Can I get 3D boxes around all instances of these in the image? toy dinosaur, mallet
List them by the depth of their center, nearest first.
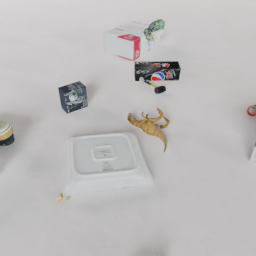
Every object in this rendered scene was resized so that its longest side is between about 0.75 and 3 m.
[{"bbox_3d":[1.014,0.037,10.482,1.332,0.757,2.508,-45,47,-12],"label":"toy dinosaur"},{"bbox_3d":[1.086,-2.015,13.284,0.521,0.325,1.581,-23,39,-34],"label":"mallet"}]

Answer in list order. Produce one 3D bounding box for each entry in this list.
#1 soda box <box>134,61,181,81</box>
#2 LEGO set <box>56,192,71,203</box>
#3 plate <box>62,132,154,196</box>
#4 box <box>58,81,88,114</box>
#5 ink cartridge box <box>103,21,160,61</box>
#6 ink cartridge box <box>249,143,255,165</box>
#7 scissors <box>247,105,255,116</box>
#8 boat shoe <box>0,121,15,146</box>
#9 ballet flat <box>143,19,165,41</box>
[{"bbox_3d":[1.050,-2.066,10.182,1.631,0.517,0.577,-1,44,-2],"label":"soda box"},{"bbox_3d":[-1.632,1.837,8.361,0.532,0.431,1.157,-14,33,38],"label":"LEGO set"},{"bbox_3d":[-0.775,0.946,9.149,2.720,0.441,2.726,-4,35,-11],"label":"plate"},{"bbox_3d":[-2.292,-1.290,11.730,0.996,1.013,0.628,-23,43,-26],"label":"box"},{"bbox_3d":[0.278,-5.260,16.601,2.187,1.268,2.963,24,42,28],"label":"ink cartridge box"},{"bbox_3d":[5.164,0.668,8.762,2.146,1.571,0.921,20,42,24],"label":"ink cartridge box"},{"bbox_3d":[5.670,-1.077,12.159,0.776,0.148,2.122,14,42,20],"label":"scissors"},{"bbox_3d":[-4.958,0.129,10.140,2.559,0.796,0.955,10,43,38],"label":"boat shoe"},{"bbox_3d":[1.128,-3.957,11.544,0.739,0.739,1.990,-4,10,-5],"label":"ballet flat"}]
